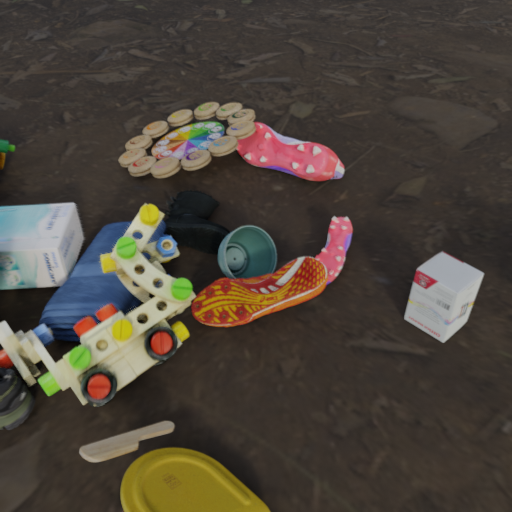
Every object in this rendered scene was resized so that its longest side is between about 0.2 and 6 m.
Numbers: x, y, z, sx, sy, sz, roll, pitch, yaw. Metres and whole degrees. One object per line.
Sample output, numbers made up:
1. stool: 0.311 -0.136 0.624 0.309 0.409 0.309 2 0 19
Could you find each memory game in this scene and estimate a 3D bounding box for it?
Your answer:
1. memory game: -1.781 -3.061 14.362 3.714 0.237 3.714 -12 37 9

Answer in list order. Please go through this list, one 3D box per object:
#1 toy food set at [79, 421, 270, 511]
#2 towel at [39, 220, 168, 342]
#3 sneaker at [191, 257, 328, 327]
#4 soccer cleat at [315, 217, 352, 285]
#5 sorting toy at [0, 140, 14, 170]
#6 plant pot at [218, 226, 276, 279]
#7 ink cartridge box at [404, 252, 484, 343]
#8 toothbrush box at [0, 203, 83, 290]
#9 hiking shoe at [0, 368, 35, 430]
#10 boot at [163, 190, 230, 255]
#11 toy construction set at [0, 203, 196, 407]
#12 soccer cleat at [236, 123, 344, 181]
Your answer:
1. toy food set: -0.934 3.281 6.969 2.640 0.862 1.553 32 25 31
2. towel: -2.693 0.422 10.388 1.608 0.699 2.881 -2 39 17
3. sneaker: 0.094 0.770 10.041 2.531 0.976 0.924 -14 69 4
4. soccer cleat: 1.575 -0.032 11.193 0.575 0.659 1.723 4 52 25
5. sorting toy: -6.367 -2.116 13.154 1.100 1.610 2.679 6 37 -30
6. plant pot: -0.283 0.031 10.726 1.126 1.126 0.754 -29 10 -31
7. ink cartridge box: 3.237 0.716 9.738 0.839 1.160 0.843 -28 47 -34
8. toothbrush box: -4.705 -0.197 10.959 2.225 0.949 1.629 -5 37 -3
9. hiking shoe: -4.556 1.793 8.326 2.452 1.234 0.928 5 37 5
10. boot: -1.169 -0.767 11.993 1.809 0.669 1.482 8 38 13
11. toy construction set: -2.398 0.963 8.710 3.458 1.593 2.268 -35 85 -9
12. soccer cleat: 0.740 -2.553 14.073 3.199 1.067 1.223 25 7 40
